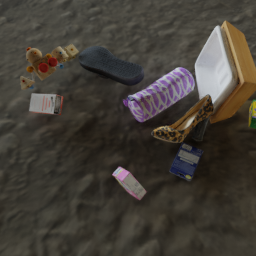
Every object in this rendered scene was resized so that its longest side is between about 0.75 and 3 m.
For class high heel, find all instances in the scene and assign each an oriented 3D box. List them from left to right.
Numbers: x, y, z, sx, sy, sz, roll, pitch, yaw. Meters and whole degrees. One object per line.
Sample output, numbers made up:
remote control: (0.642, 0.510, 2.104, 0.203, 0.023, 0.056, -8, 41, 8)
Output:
high heel: (1.560, -0.327, 7.927, 1.997, 1.424, 0.713, 0, 20, -33)

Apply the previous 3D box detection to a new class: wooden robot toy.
wooden robot toy: (-2.911, -2.374, 9.520, 2.512, 1.107, 1.140, -43, 97, -23)

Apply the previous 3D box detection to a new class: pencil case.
pencil case: (1.031, -1.101, 9.073, 2.369, 0.994, 1.013, -30, 41, -20)

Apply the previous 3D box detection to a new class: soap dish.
soap dish: (3.048, -1.713, 8.853, 1.047, 2.029, 2.579, 6, 56, -10)

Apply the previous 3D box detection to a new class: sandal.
sandal: (-0.695, -2.057, 9.718, 1.101, 0.620, 2.895, -41, 54, -22)

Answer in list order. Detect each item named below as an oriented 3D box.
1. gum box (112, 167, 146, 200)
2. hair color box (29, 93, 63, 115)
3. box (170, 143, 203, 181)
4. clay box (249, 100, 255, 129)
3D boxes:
gum box: (0.054, 1.445, 7.224, 0.294, 0.890, 0.505, -47, 30, -16)
hair color box: (-2.575, -0.751, 8.792, 1.068, 0.341, 0.592, 7, 89, 31)
box: (1.687, 0.989, 8.134, 0.660, 0.176, 1.089, 23, 58, 15)
clay box: (4.199, -0.403, 8.523, 0.895, 0.371, 1.558, 16, 34, 15)
